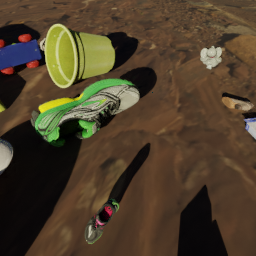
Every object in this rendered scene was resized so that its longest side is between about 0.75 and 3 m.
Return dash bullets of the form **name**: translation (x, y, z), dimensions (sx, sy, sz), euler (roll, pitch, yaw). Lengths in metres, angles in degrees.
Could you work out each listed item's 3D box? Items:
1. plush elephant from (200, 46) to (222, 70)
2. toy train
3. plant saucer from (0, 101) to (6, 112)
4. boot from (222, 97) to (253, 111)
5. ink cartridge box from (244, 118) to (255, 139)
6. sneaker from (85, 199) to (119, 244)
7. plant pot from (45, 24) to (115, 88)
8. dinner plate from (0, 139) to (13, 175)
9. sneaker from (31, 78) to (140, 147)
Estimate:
- **plush elephant**: translation (3.227, -2.806, 10.821), dimensions (0.817, 0.768, 0.992), euler (10, 36, 14)
- **toy train**: translation (-4.046, -3.033, 10.967), dimensions (2.852, 1.207, 1.650), euler (-27, 30, -33)
- **plant saucer**: translation (-5.299, -0.901, 8.242), dimensions (2.539, 0.608, 2.536), euler (-23, 41, -30)
- **boot**: translation (3.288, -0.736, 8.351), dimensions (0.582, 0.279, 0.796), euler (-10, 37, -25)
- **ink cartridge box**: translation (3.494, 0.105, 7.153), dimensions (0.639, 0.225, 1.070), euler (-8, 38, -10)
- **sneaker**: translation (-0.457, 1.467, 4.424), dimensions (0.306, 0.797, 0.334), euler (32, 2, 13)
- **plant pot**: translation (-1.539, -2.470, 9.611), dimensions (1.846, 2.008, 2.008), euler (-15, 36, -40)
- **dinner plate**: translation (-3.008, 0.679, 5.363), dimensions (1.570, 0.190, 1.570), euler (-8, 36, 6)
- **sneaker**: translation (-0.878, -0.318, 7.196), dimensions (2.894, 1.129, 1.233), euler (-27, 50, -20)
